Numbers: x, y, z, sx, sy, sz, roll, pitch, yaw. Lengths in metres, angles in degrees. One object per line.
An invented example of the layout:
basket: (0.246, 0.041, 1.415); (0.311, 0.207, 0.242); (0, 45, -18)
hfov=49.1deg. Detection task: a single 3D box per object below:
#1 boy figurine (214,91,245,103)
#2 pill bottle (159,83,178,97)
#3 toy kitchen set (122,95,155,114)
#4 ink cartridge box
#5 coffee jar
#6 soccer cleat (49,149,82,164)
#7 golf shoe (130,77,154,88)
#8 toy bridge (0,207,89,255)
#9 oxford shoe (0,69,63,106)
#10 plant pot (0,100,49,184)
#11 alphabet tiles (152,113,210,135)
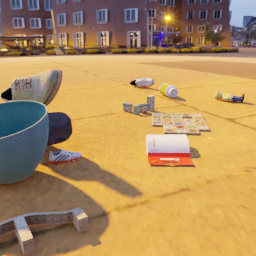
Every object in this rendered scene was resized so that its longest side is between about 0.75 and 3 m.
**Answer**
boy figurine: (5.845, -1.822, 16.202); (1.653, 0.532, 1.027); (14, 26, 30)
pill bottle: (2.525, -2.295, 17.232); (0.746, 0.746, 1.341); (-7, 20, -19)
toy kitchen set: (0.536, -1.239, 14.074); (1.302, 0.767, 1.043); (-16, 24, -40)
ink cartridge box: (1.299, 0.659, 9.035); (1.384, 0.409, 1.729); (1, 17, 2)
coffee jar: (-3.035, 0.013, 9.374); (2.406, 1.027, 1.255); (0, 11, 38)
soccer cleat: (-1.908, 0.816, 8.548); (0.994, 0.423, 0.341); (-8, 20, -21)
golf shoe: (1.005, -3.212, 20.123); (1.921, 0.698, 0.885); (6, 22, 44)
toy bridge: (-1.960, 1.976, 5.261); (2.474, 0.337, 0.832); (-12, 22, -31)
oxford shoe: (-3.251, -1.250, 9.300); (2.947, 1.043, 1.088); (-22, -30, 40)
plant pot: (-3.183, 0.477, 7.402); (2.433, 1.638, 2.433); (-5, 28, 3)
alphabet tiles: (2.200, -0.232, 12.146); (2.328, 0.105, 2.785); (2, 18, 5)
